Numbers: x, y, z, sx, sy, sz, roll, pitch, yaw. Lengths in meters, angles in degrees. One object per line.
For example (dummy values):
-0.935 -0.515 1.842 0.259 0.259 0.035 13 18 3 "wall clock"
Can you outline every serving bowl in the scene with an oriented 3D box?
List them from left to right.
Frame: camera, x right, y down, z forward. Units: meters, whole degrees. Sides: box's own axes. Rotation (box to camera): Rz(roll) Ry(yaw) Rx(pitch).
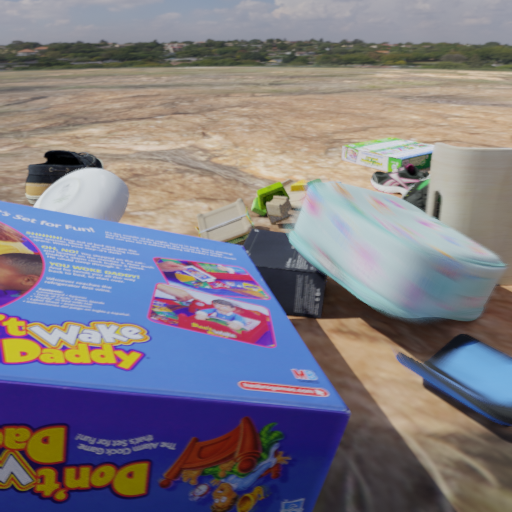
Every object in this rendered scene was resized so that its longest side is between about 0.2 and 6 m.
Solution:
-2.977 -0.786 9.004 1.827 0.601 1.827 -17 45 18 "serving bowl"

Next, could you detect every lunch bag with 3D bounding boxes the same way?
1.760 -0.010 6.910 2.547 0.982 2.043 5 28 -43 "lunch bag"

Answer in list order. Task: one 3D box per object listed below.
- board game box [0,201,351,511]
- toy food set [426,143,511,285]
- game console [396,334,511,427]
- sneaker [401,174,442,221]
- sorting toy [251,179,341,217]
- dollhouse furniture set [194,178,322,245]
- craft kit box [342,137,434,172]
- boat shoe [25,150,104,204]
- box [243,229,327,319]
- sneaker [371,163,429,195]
-2.126 0.548 4.663 4.863 1.089 3.269 10 19 -19 "board game box"
3.865 -0.636 8.054 2.765 1.984 0.835 0 22 2 "toy food set"
2.123 1.112 5.552 0.927 0.643 1.086 31 0 -39 "game console"
3.416 -0.926 9.902 1.457 1.335 3.421 12 15 40 "sneaker"
0.947 -1.204 11.471 1.786 0.356 2.416 13 26 28 "sorting toy"
0.166 -0.509 9.843 2.393 0.924 1.196 -21 32 0 "dollhouse furniture set"
3.709 -2.708 14.938 2.044 0.496 2.019 -16 30 -34 "craft kit box"
-4.231 -1.952 12.556 1.095 0.914 2.936 1 22 8 "boat shoe"
0.385 0.204 7.677 1.187 0.679 1.304 8 24 8 "box"
3.218 -1.703 12.215 0.651 0.699 1.619 -15 26 -33 "sneaker"
